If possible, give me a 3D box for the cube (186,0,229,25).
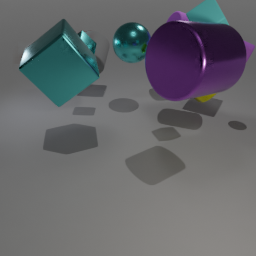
[{"bbox_3d":[1.911,-2.490,6.615,0.700,0.700,0.700,-29,-23,25],"label":"cube"}]

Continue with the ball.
[{"bbox_3d":[0.144,-3.017,9.955,1.400,1.400,1.400,0,29,0],"label":"ball"}]

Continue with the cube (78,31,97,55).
[{"bbox_3d":[-1.577,-2.679,9.440,0.700,0.700,0.700,-20,51,35],"label":"cube"}]

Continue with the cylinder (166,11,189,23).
[{"bbox_3d":[2.290,-3.689,11.063,1.400,1.400,1.400,10,25,-23],"label":"cylinder"}]

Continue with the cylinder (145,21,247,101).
[{"bbox_3d":[1.288,-1.298,5.395,1.400,1.400,1.400,-15,32,-38],"label":"cylinder"}]

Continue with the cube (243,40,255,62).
[{"bbox_3d":[3.728,-2.670,10.526,1.400,1.400,1.400,30,30,13],"label":"cube"}]

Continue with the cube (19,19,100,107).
[{"bbox_3d":[-1.746,-1.705,7.328,1.400,1.400,1.400,-34,34,12],"label":"cube"}]

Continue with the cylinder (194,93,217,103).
[{"bbox_3d":[2.400,-1.819,9.596,1.400,1.400,1.400,35,26,-14],"label":"cylinder"}]

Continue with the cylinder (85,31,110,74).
[{"bbox_3d":[-1.615,-3.301,12.383,1.400,1.400,1.400,5,58,8],"label":"cylinder"}]
